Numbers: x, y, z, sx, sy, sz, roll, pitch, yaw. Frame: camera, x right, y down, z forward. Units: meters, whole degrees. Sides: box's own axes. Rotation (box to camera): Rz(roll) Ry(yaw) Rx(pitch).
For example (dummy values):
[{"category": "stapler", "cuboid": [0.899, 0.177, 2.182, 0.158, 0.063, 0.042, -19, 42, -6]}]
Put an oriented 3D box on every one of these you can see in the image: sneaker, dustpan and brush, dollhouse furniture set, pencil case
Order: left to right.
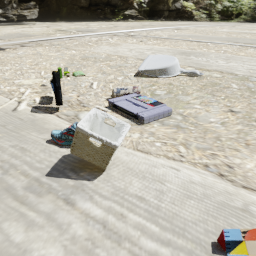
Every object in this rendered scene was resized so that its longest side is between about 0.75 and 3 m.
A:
[{"category": "dollhouse furniture set", "cuboid": [-2.693, -2.706, 13.350, 1.261, 0.487, 0.630, -13, 29, -26]}, {"category": "sneaker", "cuboid": [-1.386, 0.094, 7.221, 1.312, 0.627, 0.520, 6, 26, 13]}, {"category": "pencil case", "cuboid": [-0.078, -1.317, 10.452, 1.126, 0.504, 0.438, -7, 68, -12]}, {"category": "dustpan and brush", "cuboid": [2.190, -2.901, 13.639, 2.931, 0.839, 2.045, 4, 35, 22]}]

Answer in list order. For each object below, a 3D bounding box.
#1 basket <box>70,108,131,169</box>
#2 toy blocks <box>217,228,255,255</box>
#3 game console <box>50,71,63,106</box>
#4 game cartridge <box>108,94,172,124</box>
[{"category": "basket", "cuboid": [-0.611, 0.232, 6.165, 0.984, 0.799, 0.993, 25, 30, 4]}, {"category": "toy blocks", "cuboid": [1.851, 1.788, 3.523, 1.316, 0.962, 1.924, -6, 22, 14]}, {"category": "game console", "cuboid": [-2.535, -1.372, 9.798, 0.234, 1.146, 1.942, -8, 9, -19]}, {"category": "game cartridge", "cuboid": [0.381, -0.715, 9.323, 1.264, 0.374, 1.950, -22, 33, -31]}]
